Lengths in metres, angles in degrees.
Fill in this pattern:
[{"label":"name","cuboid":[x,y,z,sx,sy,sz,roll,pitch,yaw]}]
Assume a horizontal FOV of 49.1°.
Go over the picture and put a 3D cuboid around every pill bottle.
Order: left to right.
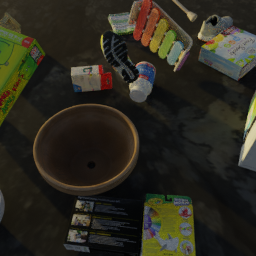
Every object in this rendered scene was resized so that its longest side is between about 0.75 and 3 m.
[{"label":"pill bottle","cuboid":[0.465,-1.508,9.276,0.749,0.749,1.334,9,52,7]}]

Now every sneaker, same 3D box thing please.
[{"label":"sneaker","cuboid":[-0.325,-2.015,7.869,0.671,1.716,0.775,-34,45,-2]},{"label":"sneaker","cuboid":[3.692,-4.251,11.412,1.909,0.878,0.723,-36,60,-26]}]

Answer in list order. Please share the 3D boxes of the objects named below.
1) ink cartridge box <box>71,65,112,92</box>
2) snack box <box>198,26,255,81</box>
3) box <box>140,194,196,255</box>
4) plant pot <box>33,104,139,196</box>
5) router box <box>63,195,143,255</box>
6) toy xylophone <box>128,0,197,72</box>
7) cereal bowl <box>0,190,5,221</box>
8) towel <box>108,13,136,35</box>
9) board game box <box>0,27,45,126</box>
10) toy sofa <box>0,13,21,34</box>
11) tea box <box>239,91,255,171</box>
[{"label":"ink cartridge box","cuboid":[-1.201,-1.662,9.396,1.292,0.750,0.434,-5,51,-4]},{"label":"snack box","cuboid":[3.952,-2.828,10.371,2.055,0.696,1.733,-37,59,-25]},{"label":"box","cuboid":[0.885,2.459,6.258,1.165,0.480,1.985,4,54,4]},{"label":"plant pot","cuboid":[-1.002,0.694,7.211,2.571,1.186,2.571,0,50,0]},{"label":"router box","cuboid":[-0.514,2.226,6.463,1.644,0.420,1.226,6,51,5]},{"label":"toy xylophone","cuboid":[1.236,-3.543,9.897,0.728,2.123,2.899,-33,66,-27]},{"label":"cereal bowl","cuboid":[-3.683,2.008,6.457,1.706,0.711,1.706,0,51,0]},{"label":"towel","cuboid":[-0.212,-4.503,12.042,1.058,0.218,1.418,-12,52,-9]},{"label":"board game box","cuboid":[-3.244,-1.013,6.468,1.363,0.639,2.684,23,75,14]},{"label":"toy sofa","cuboid":[-5.212,-3.554,11.009,0.817,0.963,1.974,42,59,0]},{"label":"tea box","cuboid":[4.836,-0.122,7.375,2.897,1.936,2.850,17,52,14]}]
